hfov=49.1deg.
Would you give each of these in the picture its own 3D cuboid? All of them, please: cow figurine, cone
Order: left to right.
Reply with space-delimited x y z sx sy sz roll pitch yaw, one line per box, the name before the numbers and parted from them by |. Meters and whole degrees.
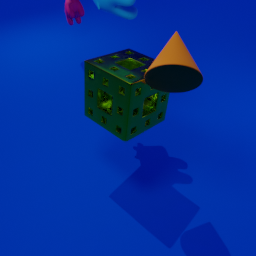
cow figurine | -1.897 -4.259 9.450 0.676 1.212 1.232 -18 0 -18
cow figurine | -0.372 -3.032 5.375 1.666 0.929 1.693 22 80 11
cone | 0.727 -1.133 4.346 0.877 0.877 0.881 5 72 6

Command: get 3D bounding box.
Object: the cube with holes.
cube with holes | -0.013 -0.659 5.203 1.132 1.132 1.132 32 42 32
